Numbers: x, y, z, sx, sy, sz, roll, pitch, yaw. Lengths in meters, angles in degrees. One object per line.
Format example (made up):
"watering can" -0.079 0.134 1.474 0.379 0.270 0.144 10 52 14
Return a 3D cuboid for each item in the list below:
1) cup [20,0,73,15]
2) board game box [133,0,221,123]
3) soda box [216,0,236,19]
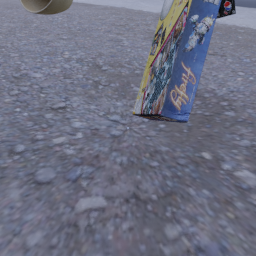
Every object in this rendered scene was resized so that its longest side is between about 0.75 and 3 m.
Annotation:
"cup" -2.261 -4.020 8.241 1.567 1.567 1.121 17 11 27
"board game box" 0.839 -1.452 4.917 0.465 2.685 1.819 16 0 -12
"soda box" 2.200 -3.261 7.819 0.574 0.514 1.622 -21 20 -20
